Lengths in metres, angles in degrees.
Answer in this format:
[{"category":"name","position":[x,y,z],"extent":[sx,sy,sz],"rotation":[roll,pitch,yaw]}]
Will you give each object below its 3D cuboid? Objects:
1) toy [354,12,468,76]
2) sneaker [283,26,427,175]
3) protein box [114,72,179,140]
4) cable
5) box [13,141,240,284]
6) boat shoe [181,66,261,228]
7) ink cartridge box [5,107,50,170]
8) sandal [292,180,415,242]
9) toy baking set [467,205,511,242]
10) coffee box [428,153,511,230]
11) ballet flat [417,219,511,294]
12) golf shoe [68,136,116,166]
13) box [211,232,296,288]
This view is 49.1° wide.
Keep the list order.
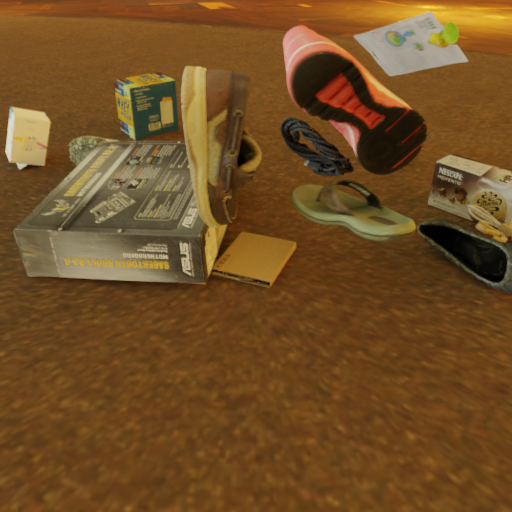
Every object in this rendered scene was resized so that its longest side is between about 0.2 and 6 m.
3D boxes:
[{"category":"toy","position":[2.880,-3.966,10.313],"extent":[0.484,1.181,2.051],"rotation":[-56,28,-5]},{"category":"sneaker","position":[1.517,-2.393,8.415],"extent":[3.091,1.139,1.341],"rotation":[30,33,-42]},{"category":"protein box","position":[-3.018,-4.169,15.530],"extent":[1.417,1.428,0.963],"rotation":[-22,39,-30]},{"category":"cable","position":[1.042,-1.843,9.529],"extent":[0.391,1.255,1.538],"rotation":[-46,31,-6]},{"category":"box","position":[-2.163,-1.053,10.986],"extent":[3.276,1.000,4.137],"rotation":[1,33,8]},{"category":"boat shoe","position":[-0.395,-1.333,7.670],"extent":[0.931,2.872,1.033],"rotation":[1,56,4]},{"category":"ink cartridge box","position":[-5.604,-2.828,13.705],"extent":[0.820,1.310,0.842],"rotation":[2,28,-32]},{"category":"sandal","position":[1.370,-0.760,7.931],"extent":[0.851,0.612,2.143],"rotation":[-23,30,-30]},{"category":"toy baking set","position":[4.623,-0.428,10.276],"extent":[1.530,0.232,1.994],"rotation":[28,25,-6]},{"category":"coffee box","position":[4.552,-1.306,11.461],"extent":[0.724,1.025,1.813],"rotation":[-27,42,-36]},{"category":"ballet flat","position":[3.750,0.021,9.545],"extent":[0.707,0.827,2.489],"rotation":[3,19,-32]},{"category":"golf shoe","position":[-3.277,-2.400,13.555],"extent":[2.356,0.922,1.145],"rotation":[9,16,3]},{"category":"box","position":[-0.020,0.037,10.184],"extent":[1.138,0.148,1.393],"rotation":[12,34,18]}]
